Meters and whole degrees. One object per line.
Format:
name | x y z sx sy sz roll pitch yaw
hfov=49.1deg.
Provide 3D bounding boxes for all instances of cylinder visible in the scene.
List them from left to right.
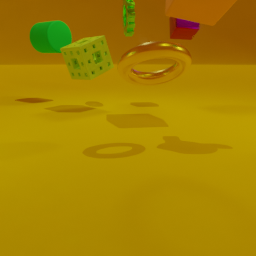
cylinder | -2.883 -3.382 10.470 1.127 1.127 1.127 11 18 37

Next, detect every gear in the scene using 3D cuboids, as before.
gear | 0.011 -3.677 9.183 0.233 1.262 1.262 -5 14 -9

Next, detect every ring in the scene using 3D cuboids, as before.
ring | 0.423 -1.002 4.513 1.194 0.239 1.194 -5 -15 -1

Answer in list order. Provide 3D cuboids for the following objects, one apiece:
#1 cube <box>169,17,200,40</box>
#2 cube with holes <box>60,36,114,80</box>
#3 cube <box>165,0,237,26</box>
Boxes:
cube | 1.837 -3.437 9.194 0.774 0.774 0.774 1 -9 -7
cube with holes | -1.283 -2.221 8.895 1.033 1.033 1.033 11 38 43
cube | 1.645 -3.261 6.190 1.260 1.260 1.260 7 -15 -13
